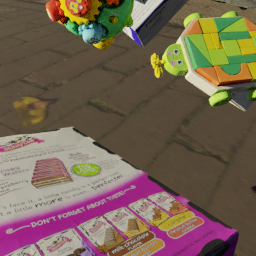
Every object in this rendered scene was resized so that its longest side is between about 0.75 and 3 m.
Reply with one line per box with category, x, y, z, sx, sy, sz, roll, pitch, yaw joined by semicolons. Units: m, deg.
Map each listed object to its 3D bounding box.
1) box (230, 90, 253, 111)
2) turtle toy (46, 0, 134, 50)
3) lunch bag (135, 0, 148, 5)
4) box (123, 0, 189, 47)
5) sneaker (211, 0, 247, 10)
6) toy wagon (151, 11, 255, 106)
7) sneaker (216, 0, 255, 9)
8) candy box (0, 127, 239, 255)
box;1.690;-1.044;5.156;0.635;0.776;1.634;27;17;-31
turtle toy;-1.019;-2.712;5.512;2.592;1.889;1.310;32;35;-2
lunch bag;0.286;-2.551;4.524;0.495;0.660;0.779;9;64;-30
box;0.282;-4.638;9.038;2.669;1.523;2.903;-46;77;4
sneaker;2.155;-2.577;5.470;1.214;0.403;0.549;-8;58;-18
toy wagon;0.944;-0.778;3.079;1.389;0.275;1.078;-9;73;-16
sneaker;1.531;-2.195;4.154;0.796;0.738;1.964;-9;-2;39
candy box;-0.698;0.946;2.920;1.950;0.872;2.859;-10;26;-40
